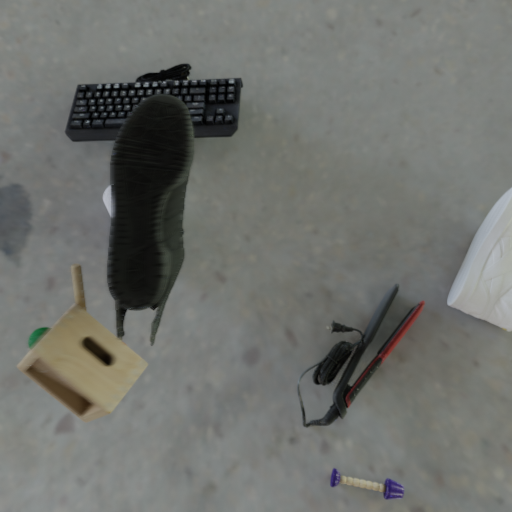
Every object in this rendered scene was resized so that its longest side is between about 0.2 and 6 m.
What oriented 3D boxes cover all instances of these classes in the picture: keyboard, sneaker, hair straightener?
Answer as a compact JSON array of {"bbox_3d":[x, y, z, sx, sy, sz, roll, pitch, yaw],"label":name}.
[{"bbox_3d":[-2.004,-3.189,11.290,3.430,0.440,2.059,0,56,6],"label":"keyboard"},{"bbox_3d":[-1.389,-0.355,7.312,0.942,1.635,3.135,8,87,-3],"label":"sneaker"},{"bbox_3d":[1.705,1.739,10.200,1.207,0.642,3.136,37,82,10],"label":"hair straightener"},{"bbox_3d":[4.795,0.111,10.464,1.487,0.948,2.573,27,86,6],"label":"sneaker"}]

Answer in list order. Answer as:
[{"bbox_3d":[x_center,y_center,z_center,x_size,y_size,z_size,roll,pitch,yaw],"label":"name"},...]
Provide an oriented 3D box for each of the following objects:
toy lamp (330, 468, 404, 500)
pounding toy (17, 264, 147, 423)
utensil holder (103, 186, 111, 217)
[{"bbox_3d":[1.912,3.932,9.637,1.230,0.358,0.358,12,75,4],"label":"toy lamp"},{"bbox_3d":[-2.283,1.184,7.303,1.558,1.434,1.108,43,54,-9],"label":"pounding toy"},{"bbox_3d":[-2.169,-0.751,10.584,1.092,1.092,1.285,-29,74,-8],"label":"utensil holder"}]
